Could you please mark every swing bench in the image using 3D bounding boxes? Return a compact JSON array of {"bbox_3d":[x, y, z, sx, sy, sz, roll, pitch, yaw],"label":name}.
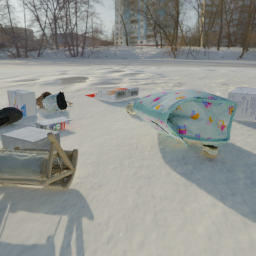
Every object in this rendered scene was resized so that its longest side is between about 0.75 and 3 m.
[{"bbox_3d":[-2.286,0.819,6.452,1.761,1.149,1.770,1,-17,9],"label":"swing bench"}]

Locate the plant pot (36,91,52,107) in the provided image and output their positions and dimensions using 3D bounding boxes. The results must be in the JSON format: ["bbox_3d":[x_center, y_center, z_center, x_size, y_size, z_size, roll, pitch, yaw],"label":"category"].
[{"bbox_3d":[-4.673,-1.514,15.526,0.787,0.902,0.902,-10,10,28],"label":"plant pot"}]

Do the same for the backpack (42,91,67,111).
[{"bbox_3d":[-3.894,-1.384,14.788,1.202,1.003,0.761,1,19,26],"label":"backpack"}]

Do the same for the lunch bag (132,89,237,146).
[{"bbox_3d":[1.923,-0.493,10.169,2.946,1.797,2.510,-1,16,-25],"label":"lunch bag"}]

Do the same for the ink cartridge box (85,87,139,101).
[{"bbox_3d":[-1.111,-2.446,18.783,2.956,0.741,2.398,16,22,38],"label":"ink cartridge box"}]

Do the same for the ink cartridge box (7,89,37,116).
[{"bbox_3d":[-5.308,-1.292,13.984,1.593,1.151,0.674,14,21,39],"label":"ink cartridge box"}]

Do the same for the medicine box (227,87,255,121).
[{"bbox_3d":[6.127,-1.134,13.269,2.408,1.240,2.194,11,19,30],"label":"medicine box"}]

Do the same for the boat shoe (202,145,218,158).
[{"bbox_3d":[2.476,0.705,8.565,0.393,0.353,1.062,1,2,6],"label":"boat shoe"}]

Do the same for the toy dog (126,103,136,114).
[{"bbox_3d":[0.282,-1.017,14.102,0.864,0.603,0.838,5,9,23],"label":"toy dog"}]

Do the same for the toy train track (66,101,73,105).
[{"bbox_3d":[-3.894,-1.506,16.446,1.584,0.258,0.908,15,14,27],"label":"toy train track"}]

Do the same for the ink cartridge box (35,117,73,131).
[{"bbox_3d":[-2.992,-0.147,11.524,1.379,0.347,0.751,-14,21,-43],"label":"ink cartridge box"}]

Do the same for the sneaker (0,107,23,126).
[{"bbox_3d":[-5.437,-0.308,11.633,2.080,0.790,0.944,-13,29,-18],"label":"sneaker"}]

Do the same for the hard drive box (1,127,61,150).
[{"bbox_3d":[-3.130,0.434,9.095,1.472,0.565,1.147,10,19,30],"label":"hard drive box"}]
